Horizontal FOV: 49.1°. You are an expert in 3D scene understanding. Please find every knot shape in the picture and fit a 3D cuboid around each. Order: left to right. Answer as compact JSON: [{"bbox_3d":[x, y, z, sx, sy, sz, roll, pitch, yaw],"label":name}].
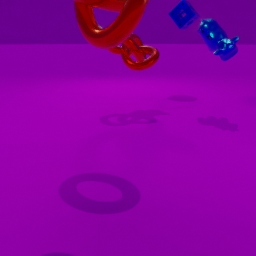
[{"bbox_3d":[-0.210,-1.582,3.057,1.353,0.625,1.266,36,69,17],"label":"knot shape"},{"bbox_3d":[0.045,-2.321,8.237,1.569,0.775,1.676,20,25,-19],"label":"knot shape"}]

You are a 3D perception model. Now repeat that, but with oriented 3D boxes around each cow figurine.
[{"bbox_3d":[2.480,-2.499,7.797,0.735,1.339,1.318,-36,2,15],"label":"cow figurine"}]

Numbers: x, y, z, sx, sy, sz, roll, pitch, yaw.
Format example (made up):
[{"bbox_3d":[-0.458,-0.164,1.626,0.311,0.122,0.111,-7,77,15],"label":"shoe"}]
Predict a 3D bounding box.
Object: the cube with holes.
[{"bbox_3d":[2.212,-4.439,11.010,0.773,0.773,0.773,-38,-4,31],"label":"cube with holes"}]
